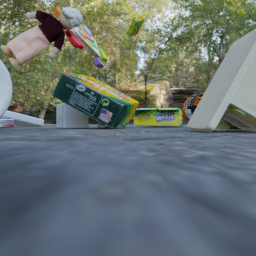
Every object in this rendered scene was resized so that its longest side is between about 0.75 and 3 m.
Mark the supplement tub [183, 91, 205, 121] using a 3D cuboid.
[{"bbox_3d":[2.844,-0.654,9.502,1.265,1.265,2.064,0,1,-23],"label":"supplement tub"}]

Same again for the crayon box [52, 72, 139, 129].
[{"bbox_3d":[-0.646,-0.745,7.253,1.591,0.637,2.506,29,11,7],"label":"crayon box"}]

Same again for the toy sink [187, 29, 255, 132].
[{"bbox_3d":[1.731,-0.479,4.070,0.893,1.594,1.039,29,-1,-3],"label":"toy sink"}]

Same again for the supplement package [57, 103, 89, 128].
[{"bbox_3d":[-1.555,-0.337,7.804,0.678,0.673,0.894,0,1,-27],"label":"supplement package"}]

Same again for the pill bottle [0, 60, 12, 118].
[{"bbox_3d":[-3.961,-0.793,6.128,2.866,1.639,1.639,1,1,41],"label":"pill bottle"}]

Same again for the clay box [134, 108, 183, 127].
[{"bbox_3d":[1.109,-0.341,9.746,1.489,0.617,2.591,0,1,14],"label":"clay box"}]

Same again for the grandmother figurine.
[{"bbox_3d":[-2.418,-2.720,8.095,2.422,1.469,0.734,-31,12,-1],"label":"grandmother figurine"}]

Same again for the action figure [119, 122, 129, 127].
[{"bbox_3d":[-0.362,-0.247,10.478,0.922,0.427,1.561,1,7,-17],"label":"action figure"}]

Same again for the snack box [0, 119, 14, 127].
[{"bbox_3d":[-4.746,-0.160,9.265,2.247,0.273,0.808,1,1,38],"label":"snack box"}]

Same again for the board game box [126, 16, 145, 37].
[{"bbox_3d":[0.255,-3.469,9.588,0.387,0.182,0.762,-25,-15,-28],"label":"board game box"}]

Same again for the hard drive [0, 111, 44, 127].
[{"bbox_3d":[-4.420,-0.396,9.921,1.552,0.314,2.353,2,-9,32],"label":"hard drive"}]

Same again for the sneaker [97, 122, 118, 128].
[{"bbox_3d":[-0.582,-0.199,7.637,0.352,0.404,0.898,-1,1,-36],"label":"sneaker"}]

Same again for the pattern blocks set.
[{"bbox_3d":[-1.559,-3.221,9.847,0.240,2.958,2.600,-37,-35,15],"label":"pattern blocks set"}]

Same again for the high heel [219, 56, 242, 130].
[{"bbox_3d":[3.007,-0.665,4.841,2.820,1.356,0.951,0,-6,3],"label":"high heel"}]
